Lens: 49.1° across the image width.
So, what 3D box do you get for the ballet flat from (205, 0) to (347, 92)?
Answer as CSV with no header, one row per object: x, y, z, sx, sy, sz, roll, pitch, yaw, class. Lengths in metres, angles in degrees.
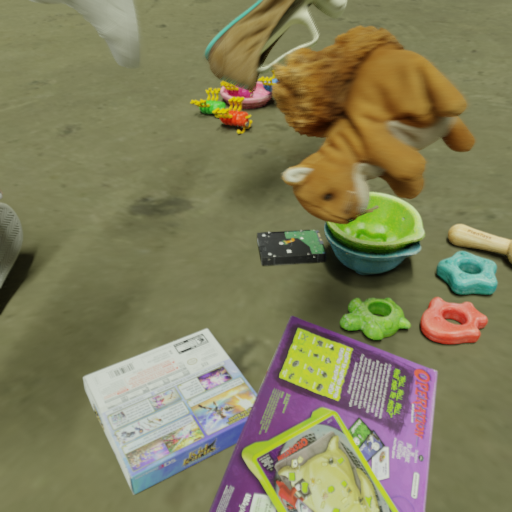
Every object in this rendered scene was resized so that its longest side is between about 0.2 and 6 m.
0.561,-3.421,7.740,1.044,0.979,2.888,41,88,4,ballet flat

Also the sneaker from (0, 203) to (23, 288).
-4.230,0.521,6.903,1.699,1.083,2.940,-8,37,12,sneaker

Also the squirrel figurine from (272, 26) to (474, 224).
0.848,-1.131,4.994,1.641,1.532,1.162,53,16,13,squirrel figurine

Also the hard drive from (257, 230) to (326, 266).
0.514,-0.127,8.327,0.958,0.181,0.669,-4,36,-5,hard drive

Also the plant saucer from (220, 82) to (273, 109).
-0.213,-3.793,13.260,1.258,0.319,1.258,-1,37,0,plant saucer

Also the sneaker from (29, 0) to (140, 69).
-2.035,-2.988,6.502,1.127,1.949,0.718,-20,53,-13,sneaker

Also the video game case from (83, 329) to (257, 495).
-0.853,1.537,5.870,1.503,0.341,1.362,-19,41,-25,video game case

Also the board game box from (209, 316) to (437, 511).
0.696,1.870,5.138,1.723,0.464,2.871,18,39,10,board game box

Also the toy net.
3.203,0.041,7.517,4.464,0.862,2.342,-2,36,-4,toy net

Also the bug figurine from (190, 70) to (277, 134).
-0.310,-3.503,12.527,1.780,0.591,2.295,20,50,36,bug figurine

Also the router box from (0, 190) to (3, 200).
-5.136,0.003,6.424,2.992,0.814,3.334,7,49,31,router box
